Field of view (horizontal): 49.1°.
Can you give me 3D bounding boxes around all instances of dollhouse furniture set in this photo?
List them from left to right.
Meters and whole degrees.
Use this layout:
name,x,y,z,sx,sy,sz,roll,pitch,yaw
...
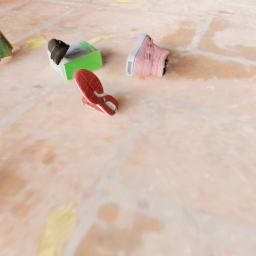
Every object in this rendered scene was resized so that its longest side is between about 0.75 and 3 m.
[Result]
name,x,y,z,sx,sy,sz,roll,pitch,yaw
dollhouse furniture set,-5.115,-3.864,10.205,1.065,2.758,1.378,-24,25,22

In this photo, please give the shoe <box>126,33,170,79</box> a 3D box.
name,x,y,z,sx,sy,sz,roll,pitch,yaw
shoe,0.865,-2.574,10.068,1.273,0.999,2.798,12,37,8

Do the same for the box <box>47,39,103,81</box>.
name,x,y,z,sx,sy,sz,roll,pitch,yaw
box,-1.932,-2.526,10.255,1.502,0.726,1.326,-28,48,-24

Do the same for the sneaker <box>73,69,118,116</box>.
name,x,y,z,sx,sy,sz,roll,pitch,yaw
sneaker,-1.146,-0.954,7.838,1.047,1.812,0.710,10,62,39

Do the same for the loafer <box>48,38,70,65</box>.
name,x,y,z,sx,sy,sz,roll,pitch,yaw
loafer,-2.282,-2.458,8.844,0.636,0.650,1.781,31,13,-18
